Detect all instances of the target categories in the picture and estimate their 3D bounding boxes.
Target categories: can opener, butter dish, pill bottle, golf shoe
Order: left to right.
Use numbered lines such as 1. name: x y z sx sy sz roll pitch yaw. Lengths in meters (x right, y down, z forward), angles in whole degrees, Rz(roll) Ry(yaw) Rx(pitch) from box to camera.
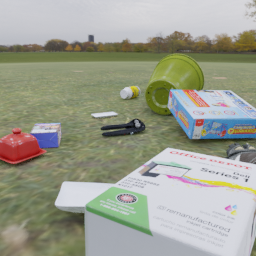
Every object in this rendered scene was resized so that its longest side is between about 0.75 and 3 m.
1. butter dish: -2.558 0.351 6.529 0.956 0.708 0.958 11 20 34
2. can opener: -0.129 0.042 8.301 1.393 0.548 0.442 -11 58 -24
3. pill bottle: 0.105 -1.753 13.925 0.584 0.584 1.039 12 21 36
4. golf shoe: 2.890 0.736 5.442 2.023 0.787 0.956 -8 32 -13

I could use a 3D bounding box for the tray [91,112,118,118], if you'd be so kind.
1. tray: -0.873 -0.472 10.419 0.895 0.099 0.481 -8 19 -26

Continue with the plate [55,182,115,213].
1. plate: -0.544 1.126 4.493 1.110 0.180 1.113 5 6 -7

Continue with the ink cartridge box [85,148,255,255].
1. ink cartridge box: 0.750 1.091 3.594 1.584 0.919 2.188 10 18 30

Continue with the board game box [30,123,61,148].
1. board game box: -2.195 0.195 7.549 0.704 0.428 0.883 -2 17 -8

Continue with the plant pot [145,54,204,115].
1. plant pot: 1.678 -1.571 11.107 2.218 2.218 2.136 8 30 25

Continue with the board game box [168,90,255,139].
1. board game box: 2.535 -0.477 8.348 2.145 0.612 2.191 -1 28 -9
